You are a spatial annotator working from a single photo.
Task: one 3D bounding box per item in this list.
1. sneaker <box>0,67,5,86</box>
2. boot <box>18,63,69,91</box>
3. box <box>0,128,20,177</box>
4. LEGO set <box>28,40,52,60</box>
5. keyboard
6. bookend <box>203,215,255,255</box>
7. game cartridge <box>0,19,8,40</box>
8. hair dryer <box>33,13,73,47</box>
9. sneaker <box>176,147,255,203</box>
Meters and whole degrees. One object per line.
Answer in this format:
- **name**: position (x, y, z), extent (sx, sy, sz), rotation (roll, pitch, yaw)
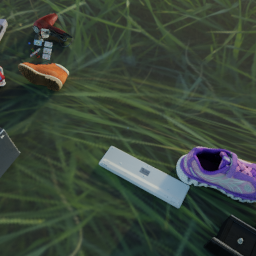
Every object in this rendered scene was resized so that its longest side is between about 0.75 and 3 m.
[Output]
- **sneaker**: position (-4.332, -1.241, 8.318), extent (1.023, 0.648, 1.820), rotation (0, 54, 4)
- **boot**: position (-2.623, -1.753, 8.763), extent (1.530, 0.574, 0.820), rotation (22, 55, 5)
- **box**: position (-3.716, 0.356, 6.901), extent (1.606, 1.192, 0.860), rotation (22, 59, 15)
- **LEGO set**: position (-2.974, -2.637, 9.428), extent (0.777, 0.191, 0.580), rotation (9, 90, -7)
- **keyboard**: position (0.377, 1.177, 7.024), extent (2.278, 0.121, 0.641), rotation (26, 55, 16)
- **bookend**: position (2.708, 2.254, 5.903), extent (1.558, 0.722, 1.568), rotation (31, 61, 19)
- **game cartridge**: position (-5.190, -3.118, 9.778), extent (1.363, 0.404, 2.102), rotation (2, 56, 6)
- **hair dryer**: position (-2.722, -3.505, 10.084), extent (1.332, 0.475, 1.749), rotation (0, 59, -20)
- **sneaker**: position (2.392, 1.003, 6.552), extent (2.410, 1.065, 0.969), rotation (12, 56, 7)
